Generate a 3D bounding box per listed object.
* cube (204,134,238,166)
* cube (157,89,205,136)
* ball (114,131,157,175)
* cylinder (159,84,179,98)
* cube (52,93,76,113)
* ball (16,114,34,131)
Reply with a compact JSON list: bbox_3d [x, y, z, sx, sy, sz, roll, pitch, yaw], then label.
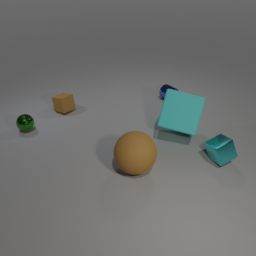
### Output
[{"bbox_3d":[3.141,0.729,9.479,0.700,0.700,0.700,-28,21,-7],"label":"cube"},{"bbox_3d":[2.015,-0.596,10.664,1.400,1.400,1.400,15,5,9],"label":"cube"},{"bbox_3d":[0.238,0.790,8.978,1.400,1.400,1.400,0,32,0],"label":"ball"},{"bbox_3d":[2.025,-1.720,13.771,0.700,0.700,0.700,-20,37,-29],"label":"cylinder"},{"bbox_3d":[-2.910,-1.145,12.686,0.700,0.700,0.700,11,30,38],"label":"cube"},{"bbox_3d":[-4.135,-0.216,11.271,0.700,0.700,0.700,0,32,0],"label":"ball"}]
